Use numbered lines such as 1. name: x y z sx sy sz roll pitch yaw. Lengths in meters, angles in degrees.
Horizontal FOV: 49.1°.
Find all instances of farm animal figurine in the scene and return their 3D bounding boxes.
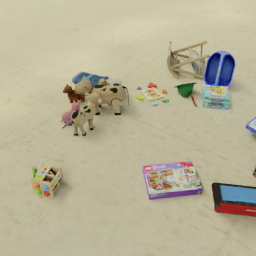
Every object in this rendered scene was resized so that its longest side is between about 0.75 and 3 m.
1. farm animal figurine: -1.285 -1.153 10.633 2.780 1.466 2.811 -11 39 -13

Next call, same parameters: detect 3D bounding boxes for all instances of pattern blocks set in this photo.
1. pattern blocks set: 1.043 -1.480 12.170 1.456 0.134 1.656 -23 43 -27

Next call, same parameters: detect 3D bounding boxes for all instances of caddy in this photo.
1. caddy: 4.059 -2.543 12.385 1.215 1.718 0.902 14 22 19

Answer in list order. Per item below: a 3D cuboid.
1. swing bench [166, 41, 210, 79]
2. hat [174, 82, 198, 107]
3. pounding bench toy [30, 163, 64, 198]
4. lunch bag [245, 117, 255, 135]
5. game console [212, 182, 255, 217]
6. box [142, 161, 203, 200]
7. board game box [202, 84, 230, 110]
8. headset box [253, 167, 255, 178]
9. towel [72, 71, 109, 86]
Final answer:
1. swing bench: 2.905 -3.358 13.764 1.963 1.274 1.953 2 38 11
2. hat: 2.535 -1.364 12.031 0.982 1.044 1.186 -10 2 25
3. pounding bench toy: -2.445 1.473 7.915 0.966 0.600 0.753 10 39 13
4. lunch bag: 4.901 0.064 9.500 1.456 0.928 1.238 -16 39 -35
5. game console: 3.111 1.773 7.286 1.611 1.389 0.956 5 64 7
6. box: 1.254 1.491 8.100 1.536 0.300 1.051 -4 41 -6
7. board game box: 3.685 -1.325 11.805 1.058 0.329 1.401 7 38 9
8. headset box: 4.077 1.174 7.978 0.373 0.994 0.739 -17 41 -22
9. towel: -1.714 -2.192 12.887 1.620 0.393 0.904 18 42 22
